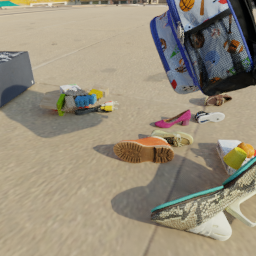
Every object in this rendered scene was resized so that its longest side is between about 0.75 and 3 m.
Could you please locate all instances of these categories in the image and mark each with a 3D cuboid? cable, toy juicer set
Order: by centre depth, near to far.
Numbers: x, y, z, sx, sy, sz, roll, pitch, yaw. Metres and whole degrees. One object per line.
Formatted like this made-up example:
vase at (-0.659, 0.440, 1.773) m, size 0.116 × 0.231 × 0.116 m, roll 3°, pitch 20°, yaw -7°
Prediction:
toy juicer set at (3.068, 1.057, 6.147) m, size 1.945 × 0.529 × 1.238 m, roll 38°, pitch 30°, yaw 18°
cable at (-1.044, -0.721, 9.424) m, size 1.458 × 0.367 × 0.708 m, roll -2°, pitch 29°, yaw -3°

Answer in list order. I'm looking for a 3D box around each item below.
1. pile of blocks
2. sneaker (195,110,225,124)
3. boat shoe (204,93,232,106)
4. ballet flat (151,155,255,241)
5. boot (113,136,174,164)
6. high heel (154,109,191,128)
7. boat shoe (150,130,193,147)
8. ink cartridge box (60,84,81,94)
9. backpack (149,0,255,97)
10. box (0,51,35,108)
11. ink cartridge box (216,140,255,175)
pile of blocks at (-1.717, -0.806, 9.358) m, size 2.299 × 0.714 × 0.944 m, roll -11°, pitch 48°, yaw -11°
sneaker at (2.567, -0.418, 8.916) m, size 0.895 × 0.327 × 0.501 m, roll -7°, pitch 31°, yaw -10°
boat shoe at (3.210, -0.989, 9.891) m, size 1.169 × 0.422 × 0.421 m, roll -11°, pitch 29°, yaw -31°
ballet flat at (1.849, 1.332, 5.045) m, size 2.848 × 0.966 × 1.072 m, roll -23°, pitch 70°, yaw -15°
boot at (0.370, 0.499, 7.121) m, size 1.480 × 0.555 × 0.793 m, roll 6°, pitch 24°, yaw -4°
high heel at (1.352, -0.309, 8.505) m, size 1.110 × 0.534 × 0.374 m, roll -6°, pitch 29°, yaw -10°
boat shoe at (1.144, 0.323, 7.521) m, size 1.168 × 0.426 × 0.367 m, roll 10°, pitch 40°, yaw 21°
ink cartridge box at (-2.103, -1.312, 10.475) m, size 0.653 × 0.393 × 0.899 m, roll -14°, pitch 33°, yaw -25°
backpack at (1.446, -1.680, 4.807) m, size 1.800 × 2.226 × 2.337 m, roll -13°, pitch 3°, yaw 26°
box at (-5.273, -1.881, 10.357) m, size 2.446 × 1.398 × 2.686 m, roll 4°, pitch 29°, yaw 10°
ink cartridge box at (3.007, 0.705, 6.890) m, size 1.380 × 0.326 × 1.105 m, roll 0°, pitch 29°, yaw 1°
